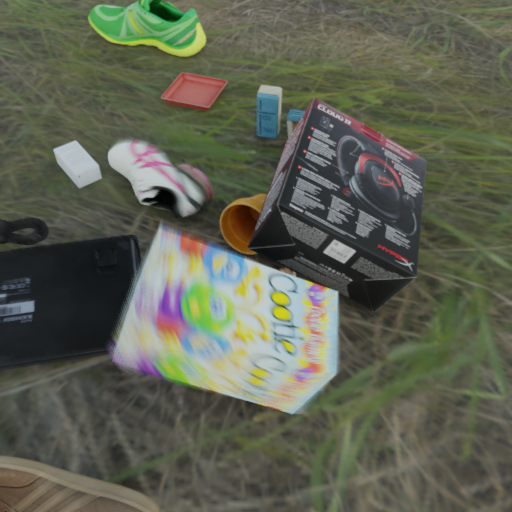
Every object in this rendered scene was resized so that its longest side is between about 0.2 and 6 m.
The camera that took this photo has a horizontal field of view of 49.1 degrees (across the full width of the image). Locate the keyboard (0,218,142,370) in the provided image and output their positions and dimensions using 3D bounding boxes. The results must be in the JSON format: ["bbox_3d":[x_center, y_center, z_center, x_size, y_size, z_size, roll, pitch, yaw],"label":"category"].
[{"bbox_3d":[-3.950,0.535,8.774,4.270,0.548,2.564,-7,70,-7],"label":"keyboard"}]

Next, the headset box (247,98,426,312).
[{"bbox_3d":[1.514,-1.043,9.514,2.409,1.216,3.241,26,49,-9],"label":"headset box"}]

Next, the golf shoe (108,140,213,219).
[{"bbox_3d":[-2.012,-1.482,10.635,2.317,0.841,1.067,26,49,20],"label":"golf shoe"}]

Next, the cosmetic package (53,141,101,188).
[{"bbox_3d":[-3.629,-1.866,11.372,0.522,0.366,1.028,-29,54,-24],"label":"cosmetic package"}]

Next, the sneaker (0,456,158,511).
[{"bbox_3d":[-2.459,3.050,6.561,2.498,0.880,0.944,8,49,8],"label":"sneaker"}]

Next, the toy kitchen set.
[{"bbox_3d":[0.810,-2.567,11.531,1.829,1.078,1.465,10,49,9],"label":"toy kitchen set"}]

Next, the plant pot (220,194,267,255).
[{"bbox_3d":[-0.012,-0.653,9.967,0.979,0.979,0.896,19,34,17],"label":"plant pot"}]

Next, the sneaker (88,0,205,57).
[{"bbox_3d":[-2.850,-6.243,14.663,3.307,1.382,1.225,15,50,14],"label":"sneaker"}]

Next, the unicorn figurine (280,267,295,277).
[{"bbox_3d":[0.523,0.619,8.988,0.394,0.733,1.067,5,32,23],"label":"unicorn figurine"}]

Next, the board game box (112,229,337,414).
[{"bbox_3d":[-0.377,0.946,7.571,2.621,1.375,1.350,19,47,-12],"label":"board game box"}]

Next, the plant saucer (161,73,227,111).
[{"bbox_3d":[-1.451,-3.868,13.294,1.225,0.225,1.223,15,49,12],"label":"plant saucer"}]
